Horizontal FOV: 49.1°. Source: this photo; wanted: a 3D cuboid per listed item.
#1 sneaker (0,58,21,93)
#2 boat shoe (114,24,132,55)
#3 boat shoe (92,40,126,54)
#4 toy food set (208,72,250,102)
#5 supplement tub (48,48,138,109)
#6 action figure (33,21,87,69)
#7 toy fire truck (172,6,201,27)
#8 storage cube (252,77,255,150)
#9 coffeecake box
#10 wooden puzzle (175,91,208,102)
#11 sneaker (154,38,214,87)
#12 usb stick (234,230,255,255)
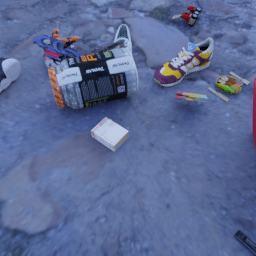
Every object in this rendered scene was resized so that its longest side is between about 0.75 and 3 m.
[{"bbox_3d":[-4.979,-1.728,9.696,1.361,0.902,2.391,22,50,17],"label":"sneaker"},{"bbox_3d":[-0.275,-3.133,10.814,0.840,0.763,2.284,-3,53,-2],"label":"boat shoe"},{"bbox_3d":[-1.022,-2.514,10.043,2.052,0.751,0.665,-23,84,-5],"label":"boat shoe"},{"bbox_3d":[3.613,-1.579,9.926,1.421,0.285,0.981,-36,61,-24],"label":"toy food set"},{"bbox_3d":[-1.119,-1.561,9.065,2.633,1.613,1.613,-15,54,-11],"label":"supplement tub"},{"bbox_3d":[-2.376,-2.958,10.727,2.166,1.133,2.095,27,63,-4],"label":"action figure"},{"bbox_3d":[2.580,-5.011,12.430,1.031,0.663,0.907,26,57,7],"label":"toy fire truck"},{"bbox_3d":[4.437,0.151,7.017,2.188,2.301,2.560,-5,49,18],"label":"storage cube"},{"bbox_3d":[-0.548,0.180,8.545,0.918,0.335,0.705,32,59,22],"label":"coffeecake box"},{"bbox_3d":[2.034,-1.015,8.983,0.980,0.116,1.653,10,15,10],"label":"wooden puzzle"},{"bbox_3d":[1.983,-2.439,10.036,2.553,1.150,0.957,-31,58,-21],"label":"sneaker"},{"bbox_3d":[2.940,2.807,6.661,0.239,0.140,0.860,-39,62,-19],"label":"usb stick"}]
